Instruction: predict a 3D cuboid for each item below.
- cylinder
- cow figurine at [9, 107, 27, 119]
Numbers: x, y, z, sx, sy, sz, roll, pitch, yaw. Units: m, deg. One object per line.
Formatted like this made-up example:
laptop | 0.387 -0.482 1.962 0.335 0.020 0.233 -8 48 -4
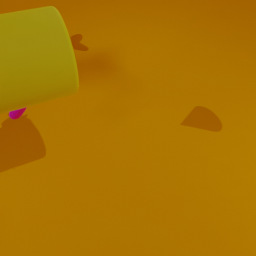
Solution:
cylinder | -1.509 -0.947 3.972 1.278 1.278 1.278 -18 52 -18
cow figurine | -1.936 -0.963 5.045 0.719 1.309 1.288 24 57 2
